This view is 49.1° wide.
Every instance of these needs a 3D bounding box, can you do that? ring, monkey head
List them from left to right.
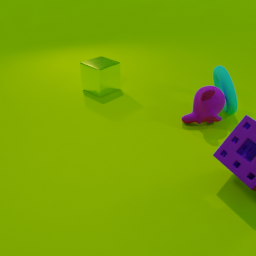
[{"bbox_3d":[2.338,-0.723,8.831,1.385,1.160,1.925,-6,1,12],"label":"monkey head"},{"bbox_3d":[3.217,-1.248,9.312,0.337,1.685,1.685,-17,31,10],"label":"ring"}]

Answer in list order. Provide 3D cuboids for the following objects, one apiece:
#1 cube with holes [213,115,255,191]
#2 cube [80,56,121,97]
[{"bbox_3d":[2.884,0.636,6.175,1.149,1.149,1.149,24,17,-42],"label":"cube with holes"},{"bbox_3d":[-1.069,-2.041,11.010,1.128,1.128,1.128,27,41,36],"label":"cube"}]
